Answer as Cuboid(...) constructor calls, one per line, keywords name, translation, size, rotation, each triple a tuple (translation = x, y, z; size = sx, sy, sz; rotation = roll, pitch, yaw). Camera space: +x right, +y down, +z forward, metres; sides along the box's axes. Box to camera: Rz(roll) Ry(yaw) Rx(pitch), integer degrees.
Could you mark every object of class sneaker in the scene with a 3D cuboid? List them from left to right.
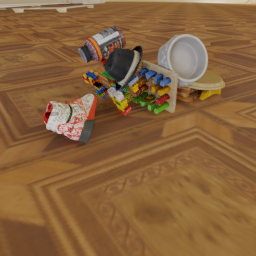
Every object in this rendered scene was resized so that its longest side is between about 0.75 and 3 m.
Cuboid(name="sneaker", translation=(-1.442, -0.490, 7.109), size=(1.158, 0.721, 2.161), rotation=(20, 27, -15))

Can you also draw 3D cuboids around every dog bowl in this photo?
Cuboid(name="dog bowl", translation=(1.610, -1.953, 7.985), size=(1.513, 1.513, 0.444), rotation=(-12, 7, -21))

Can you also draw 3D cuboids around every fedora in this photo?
Cuboid(name="fedora", translation=(-0.198, -1.714, 7.395), size=(0.653, 1.430, 1.430), rotation=(27, 21, -21))

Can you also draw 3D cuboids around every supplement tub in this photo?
Cuboid(name="supplement tub", translation=(-0.807, -2.539, 8.646), size=(1.394, 0.746, 0.746), rotation=(-32, 38, -13))

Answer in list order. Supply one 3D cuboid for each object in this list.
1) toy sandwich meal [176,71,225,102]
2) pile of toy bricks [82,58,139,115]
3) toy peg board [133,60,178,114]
Cuboid(name="toy sandwich meal", translation=(2.262, -1.400, 9.283), size=(1.894, 0.648, 1.894), rotation=(4, 28, -2))
Cuboid(name="pile of toy bricks", translation=(-0.343, -1.197, 8.471), size=(1.241, 1.105, 2.237), rotation=(-41, 44, -13))
Cuboid(name="toy peg board", translation=(0.704, -1.080, 7.970), size=(1.248, 1.243, 0.610), rotation=(31, 49, 34))
